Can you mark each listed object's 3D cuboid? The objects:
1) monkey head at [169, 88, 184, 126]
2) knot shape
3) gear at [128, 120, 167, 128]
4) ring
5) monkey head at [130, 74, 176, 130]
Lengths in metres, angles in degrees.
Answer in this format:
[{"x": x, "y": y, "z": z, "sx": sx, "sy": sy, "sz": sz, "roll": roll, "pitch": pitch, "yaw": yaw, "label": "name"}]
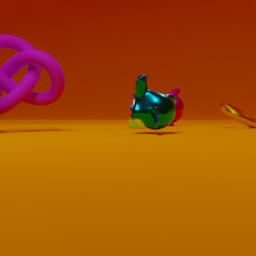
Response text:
[{"x": 1.432, "y": -0.685, "z": 10.077, "sx": 1.103, "sy": 1.534, "sz": 0.924, "roll": 15, "pitch": -22, "yaw": 0, "label": "monkey head"}, {"x": -2.149, "y": -1.100, "z": 5.396, "sx": 1.669, "sy": 1.562, "sz": 0.771, "roll": -22, "pitch": -8, "yaw": -2, "label": "knot shape"}, {"x": 0.545, "y": -0.127, "z": 7.912, "sx": 1.083, "sy": 0.200, "sz": 1.083, "roll": -1, "pitch": 3, "yaw": 0, "label": "gear"}, {"x": 3.106, "y": -0.370, "z": 7.885, "sx": 1.166, "sy": 0.233, "sz": 1.166, "roll": 26, "pitch": 18, "yaw": -9, "label": "ring"}, {"x": 0.441, "y": -0.432, "z": 4.713, "sx": 0.743, "sy": 0.887, "sz": 1.233, "roll": 10, "pitch": 25, "yaw": 19, "label": "monkey head"}]
